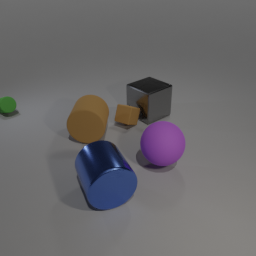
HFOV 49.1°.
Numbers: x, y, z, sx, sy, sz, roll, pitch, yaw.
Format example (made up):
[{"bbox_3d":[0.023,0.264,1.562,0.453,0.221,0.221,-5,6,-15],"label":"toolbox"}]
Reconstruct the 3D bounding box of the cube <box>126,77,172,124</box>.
[{"bbox_3d":[0.897,-1.217,12.017,1.400,1.400,1.400,-24,38,-33],"label":"cube"}]

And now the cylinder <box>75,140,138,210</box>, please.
[{"bbox_3d":[-0.639,1.277,7.803,1.400,1.400,1.400,-12,33,-20],"label":"cylinder"}]

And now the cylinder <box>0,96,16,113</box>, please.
[{"bbox_3d":[-5.316,-1.002,12.184,0.700,0.700,0.700,-25,16,-36],"label":"cylinder"}]

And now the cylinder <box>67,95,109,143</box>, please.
[{"bbox_3d":[-1.473,-0.363,10.560,1.400,1.400,1.400,1,29,2],"label":"cylinder"}]

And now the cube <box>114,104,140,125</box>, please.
[{"bbox_3d":[-0.027,-0.540,11.352,0.700,0.700,0.700,16,9,30],"label":"cube"}]

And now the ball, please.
[{"bbox_3d":[1.082,0.482,8.749,1.400,1.400,1.400,0,30,0],"label":"ball"}]
